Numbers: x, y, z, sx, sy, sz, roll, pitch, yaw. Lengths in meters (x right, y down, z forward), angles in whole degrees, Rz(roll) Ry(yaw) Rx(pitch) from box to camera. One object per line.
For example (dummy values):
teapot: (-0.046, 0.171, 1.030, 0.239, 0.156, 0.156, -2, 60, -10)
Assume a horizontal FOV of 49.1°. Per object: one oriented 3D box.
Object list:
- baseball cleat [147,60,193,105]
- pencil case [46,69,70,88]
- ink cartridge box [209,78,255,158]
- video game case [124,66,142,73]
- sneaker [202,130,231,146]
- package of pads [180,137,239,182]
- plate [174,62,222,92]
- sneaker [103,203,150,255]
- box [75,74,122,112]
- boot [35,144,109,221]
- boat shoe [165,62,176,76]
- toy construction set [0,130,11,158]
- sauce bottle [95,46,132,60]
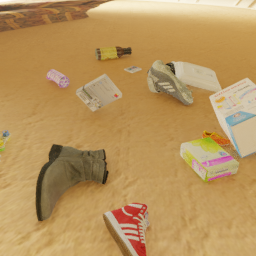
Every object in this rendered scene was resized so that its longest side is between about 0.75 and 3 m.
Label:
baseball cleat: (1.988, -1.976, 13.781, 0.996, 1.521, 2.857, -4, 54, -48)
pencil case: (-3.787, -2.661, 15.133, 0.673, 0.661, 1.574, -48, 47, -9)
ink cartridge box: (4.239, -0.511, 10.312, 1.635, 1.593, 2.543, -26, 31, 11)
video game case: (0.300, -3.559, 17.002, 0.792, 0.094, 0.721, -28, 42, -35)
sneaker: (3.315, 0.378, 10.530, 1.055, 0.407, 0.385, 15, 34, 20)
package of pads: (2.640, 1.014, 9.381, 1.270, 0.560, 1.643, -11, 33, -19)
plate: (3.767, -2.871, 15.087, 2.476, 0.400, 2.471, 14, 34, -4)
sneaker: (0.279, 2.575, 6.783, 1.129, 0.715, 2.008, -19, 35, -22)
box: (-1.248, -1.478, 12.008, 1.574, 1.227, 0.324, -24, 38, 25)
boot: (-1.550, 1.465, 8.377, 1.921, 0.996, 2.941, 5, 34, -3)
boat shoe: (2.671, -3.322, 16.146, 0.591, 0.717, 2.089, -10, 27, -6)
toy construction set: (-4.816, 0.770, 9.397, 1.579, 1.110, 2.409, -10, 23, -16)
sauce bottle: (-0.945, -5.033, 18.686, 2.430, 0.786, 0.786, -9, 34, -15)
